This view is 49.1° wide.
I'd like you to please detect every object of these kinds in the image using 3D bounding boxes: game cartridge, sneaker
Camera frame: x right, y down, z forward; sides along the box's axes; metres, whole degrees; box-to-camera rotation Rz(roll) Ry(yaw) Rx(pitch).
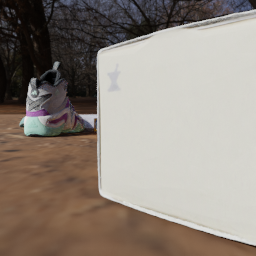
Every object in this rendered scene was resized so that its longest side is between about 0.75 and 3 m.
[{"bbox_3d":[-0.888,-0.231,9.395,2.462,0.498,1.641,3,1,44],"label":"game cartridge"},{"bbox_3d":[-1.678,-0.730,6.860,0.954,1.716,2.453,0,3,6],"label":"sneaker"}]

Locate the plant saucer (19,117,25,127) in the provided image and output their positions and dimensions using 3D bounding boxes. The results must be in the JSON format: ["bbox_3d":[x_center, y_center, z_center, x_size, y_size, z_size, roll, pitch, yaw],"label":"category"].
[{"bbox_3d":[-2.404,-0.322,8.321,1.624,0.222,1.624,-14,-3,-1],"label":"plant saucer"}]

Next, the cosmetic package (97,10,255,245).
[{"bbox_3d":[0.929,-0.050,2.105,2.159,0.942,1.116,-3,5,-44],"label":"cosmetic package"}]

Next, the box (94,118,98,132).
[{"bbox_3d":[-0.011,-0.077,7.114,1.182,0.412,1.985,-3,6,-34],"label":"box"}]
